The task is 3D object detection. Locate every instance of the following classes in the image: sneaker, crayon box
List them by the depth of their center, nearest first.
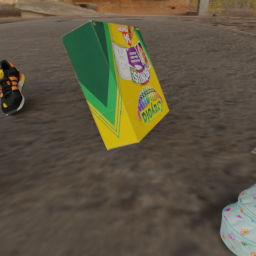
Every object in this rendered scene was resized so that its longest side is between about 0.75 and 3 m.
[{"bbox_3d":[-0.050,-1.046,6.189,0.771,2.282,2.645,-19,9,25],"label":"crayon box"},{"bbox_3d":[-3.458,-1.183,7.966,0.672,0.864,1.921,-24,46,8],"label":"sneaker"}]

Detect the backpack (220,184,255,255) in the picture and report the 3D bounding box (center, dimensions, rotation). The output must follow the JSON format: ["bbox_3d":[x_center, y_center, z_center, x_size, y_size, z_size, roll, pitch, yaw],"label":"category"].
[{"bbox_3d":[1.720,1.255,3.686,0.958,0.735,0.843,-25,38,-23],"label":"backpack"}]

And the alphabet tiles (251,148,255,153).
[{"bbox_3d":[3.016,0.303,5.681,0.817,0.031,0.683,-36,13,-9],"label":"alphabet tiles"}]
